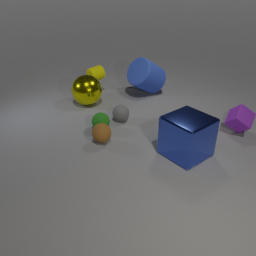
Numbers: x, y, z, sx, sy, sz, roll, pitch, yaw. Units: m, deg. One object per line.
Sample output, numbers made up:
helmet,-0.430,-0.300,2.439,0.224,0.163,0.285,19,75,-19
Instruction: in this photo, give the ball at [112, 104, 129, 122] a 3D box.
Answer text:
ball,-0.293,-0.615,11.503,0.700,0.700,0.700,0,29,0

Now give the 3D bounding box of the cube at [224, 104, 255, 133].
cube,4.177,-0.350,10.451,0.700,0.700,0.700,33,67,-10

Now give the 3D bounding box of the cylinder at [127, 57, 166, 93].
cylinder,0.904,-2.554,13.718,1.400,1.400,1.400,16,11,-47

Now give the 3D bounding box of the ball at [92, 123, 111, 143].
ball,-0.941,0.175,10.008,0.700,0.700,0.700,0,29,0

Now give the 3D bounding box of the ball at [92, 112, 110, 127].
ball,-1.056,-0.257,10.890,0.700,0.700,0.700,0,29,0

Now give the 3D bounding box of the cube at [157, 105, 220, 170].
cube,1.952,0.273,9.237,1.400,1.400,1.400,-22,36,-34

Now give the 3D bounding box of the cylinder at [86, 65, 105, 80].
cylinder,-1.607,-2.700,13.969,0.700,0.700,0.700,-27,39,-30

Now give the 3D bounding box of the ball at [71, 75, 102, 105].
ball,-1.873,-1.730,12.784,1.400,1.400,1.400,0,29,0
